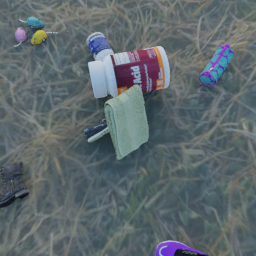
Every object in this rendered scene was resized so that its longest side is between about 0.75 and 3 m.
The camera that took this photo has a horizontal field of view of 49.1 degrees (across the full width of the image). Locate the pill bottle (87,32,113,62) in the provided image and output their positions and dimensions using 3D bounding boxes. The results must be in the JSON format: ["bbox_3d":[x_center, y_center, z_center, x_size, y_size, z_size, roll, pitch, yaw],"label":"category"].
[{"bbox_3d":[-0.998,-2.905,10.603,0.746,0.746,1.290,-25,71,-9],"label":"pill bottle"}]

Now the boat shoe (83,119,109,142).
[{"bbox_3d":[-0.776,-0.106,9.667,1.574,0.565,0.532,-28,77,-8],"label":"boat shoe"}]

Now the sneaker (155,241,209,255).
[{"bbox_3d":[1.795,3.753,8.010,2.012,1.001,0.700,15,71,5],"label":"sneaker"}]

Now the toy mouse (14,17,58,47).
[{"bbox_3d":[-3.992,-3.987,11.222,1.752,0.339,1.557,-35,74,-12],"label":"toy mouse"}]

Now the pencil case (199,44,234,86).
[{"bbox_3d":[3.290,-2.316,10.393,0.680,0.738,1.598,27,70,23],"label":"pencil case"}]

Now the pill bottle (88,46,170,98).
[{"bbox_3d":[0.014,-1.902,9.834,2.624,1.498,1.498,-12,70,-4],"label":"pill bottle"}]

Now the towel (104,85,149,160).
[{"bbox_3d":[0.039,-0.167,8.837,0.386,2.117,1.571,18,42,40],"label":"towel"}]

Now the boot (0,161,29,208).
[{"bbox_3d":[-3.935,1.829,9.055,1.403,0.486,1.221,-23,68,-15],"label":"boot"}]
